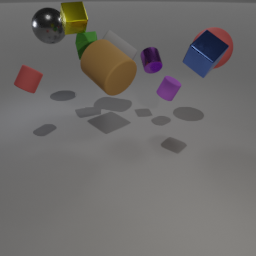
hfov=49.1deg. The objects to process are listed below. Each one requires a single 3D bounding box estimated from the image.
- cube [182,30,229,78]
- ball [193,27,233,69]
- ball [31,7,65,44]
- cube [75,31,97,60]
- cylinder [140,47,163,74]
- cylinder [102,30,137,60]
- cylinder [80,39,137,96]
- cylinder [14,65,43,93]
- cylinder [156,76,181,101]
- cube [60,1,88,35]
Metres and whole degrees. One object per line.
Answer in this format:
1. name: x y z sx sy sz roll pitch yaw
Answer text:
1. cube: 1.902 -1.823 6.926 0.700 0.700 0.700 41 71 11
2. ball: 2.934 -2.779 9.788 1.400 1.400 1.400 0 28 0
3. ball: -3.184 -4.141 11.383 1.400 1.400 1.400 0 28 0
4. cube: -1.444 -2.947 10.020 0.700 0.700 0.700 -5 47 2
5. cylinder: 0.862 -2.495 10.349 0.700 0.700 0.700 -6 64 -12
6. cylinder: -0.580 -2.950 11.291 1.400 1.400 1.400 33 25 -13
7. cylinder: -0.659 -2.049 9.509 1.400 1.400 1.400 -24 57 -38
8. cylinder: -3.213 -1.580 9.054 0.700 0.700 0.700 27 6 -3
9. cylinder: 1.528 -1.482 10.493 0.700 0.700 0.700 22 30 -14
10. cube: -1.739 -3.511 8.961 0.700 0.700 0.700 -13 -12 -19
